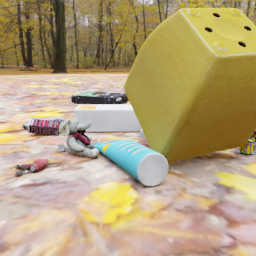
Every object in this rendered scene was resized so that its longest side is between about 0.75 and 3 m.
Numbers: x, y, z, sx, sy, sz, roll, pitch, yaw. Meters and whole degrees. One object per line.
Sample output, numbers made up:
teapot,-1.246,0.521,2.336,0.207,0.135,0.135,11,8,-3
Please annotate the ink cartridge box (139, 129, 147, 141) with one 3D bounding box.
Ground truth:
ink cartridge box,1.168,-0.292,7.982,0.881,1.533,2.617,39,15,-2

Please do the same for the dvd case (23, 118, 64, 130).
dvd case,-2.919,-0.094,10.309,1.098,0.181,1.461,13,20,41

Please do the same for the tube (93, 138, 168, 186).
tube,0.016,0.619,6.667,1.037,0.675,2.678,-6,11,-21

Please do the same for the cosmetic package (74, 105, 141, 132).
cosmetic package,-0.706,-0.369,10.103,2.303,0.821,1.168,0,14,-4

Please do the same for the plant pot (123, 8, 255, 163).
plant pot,1.659,-1.132,6.306,2.570,2.629,2.554,-10,55,-20

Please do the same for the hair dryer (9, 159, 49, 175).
hair dryer,-2.234,0.836,6.428,0.861,0.234,0.656,-8,15,-32

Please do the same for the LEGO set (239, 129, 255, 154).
LEGO set,3.674,-0.009,7.938,1.458,1.099,1.896,3,12,16

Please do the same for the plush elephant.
plush elephant,-1.330,0.170,7.527,1.281,0.992,1.055,2,14,8

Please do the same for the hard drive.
hard drive,-1.580,-1.711,16.176,2.822,0.534,1.972,7,15,24

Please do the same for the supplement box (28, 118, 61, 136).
supplement box,-2.784,-0.036,9.346,0.996,0.303,0.542,6,26,-11
